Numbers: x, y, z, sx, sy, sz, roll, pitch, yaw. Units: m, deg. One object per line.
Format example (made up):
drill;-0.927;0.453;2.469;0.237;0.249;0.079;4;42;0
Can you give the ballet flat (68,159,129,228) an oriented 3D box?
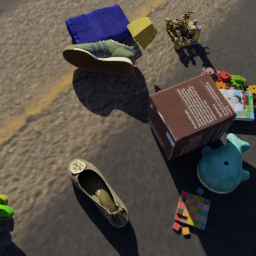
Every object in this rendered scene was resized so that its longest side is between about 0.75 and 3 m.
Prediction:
ballet flat;-0.908;1.842;8.306;0.870;0.598;2.581;-36;67;-18

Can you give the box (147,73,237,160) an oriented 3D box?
box;1.881;-0.326;8.784;2.040;1.675;1.692;-22;67;-8

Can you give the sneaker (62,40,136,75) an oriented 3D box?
sneaker;-0.994;-2.845;10.740;2.755;0.924;1.237;13;54;7

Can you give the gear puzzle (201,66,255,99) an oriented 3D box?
gear puzzle;3.795;-1.577;10.317;2.350;0.308;1.217;20;63;10

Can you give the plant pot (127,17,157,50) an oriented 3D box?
plant pot;0.582;-3.508;10.124;0.794;0.771;0.776;-36;54;17

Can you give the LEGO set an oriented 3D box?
LEGO set;2.211;-4.102;11.300;1.297;0.977;1.687;-5;62;-3

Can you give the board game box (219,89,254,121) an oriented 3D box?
board game box;3.656;-0.815;9.852;1.409;0.258;1.066;3;72;3

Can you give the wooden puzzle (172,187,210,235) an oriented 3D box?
wooden puzzle;1.913;2.429;8.271;0.889;0.105;1.499;17;63;9

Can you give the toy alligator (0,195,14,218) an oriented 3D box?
toy alligator;-4.440;2.081;8.161;2.622;0.778;0.711;26;105;13

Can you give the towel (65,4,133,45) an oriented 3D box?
towel;-1.159;-4.045;11.547;2.447;0.606;1.807;-23;71;-12

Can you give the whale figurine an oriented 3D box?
whale figurine;3.012;0.976;8.508;1.619;1.056;2.035;36;68;18
